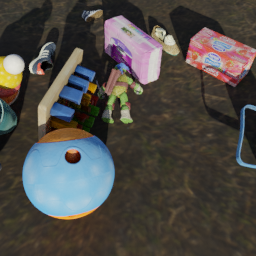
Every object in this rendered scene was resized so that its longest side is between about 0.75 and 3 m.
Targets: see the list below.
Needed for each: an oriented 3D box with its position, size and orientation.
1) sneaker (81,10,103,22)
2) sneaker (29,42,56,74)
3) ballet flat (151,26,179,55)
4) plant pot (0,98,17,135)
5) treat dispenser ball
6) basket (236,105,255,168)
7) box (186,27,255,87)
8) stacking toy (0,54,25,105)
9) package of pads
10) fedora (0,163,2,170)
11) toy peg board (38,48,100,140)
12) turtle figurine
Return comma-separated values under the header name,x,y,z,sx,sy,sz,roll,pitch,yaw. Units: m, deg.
name,x,y,z,sx,sy,sz,roll,pitch,yaw
sneaker,-1.790,-5.627,13.776,1.060,0.371,0.575,-36,62,-21
sneaker,-3.275,-2.805,11.445,0.711,0.631,1.682,18,64,15
ballet flat,1.611,-3.893,12.277,0.647,0.599,1.836,-27,57,-20
plant pot,-4.273,-0.324,8.899,1.390,1.306,1.390,-1,81,6
treat dispenser ball,-1.510,1.156,7.287,2.321,2.321,2.321,0,52,0
basket,4.279,0.430,8.213,2.147,1.494,1.893,18,71,-5
box,3.615,-2.828,11.079,2.352,1.172,1.123,35,60,23
stacking toy,-4.078,-1.725,9.227,2.451,1.791,1.791,-14,37,46
package of pads,0.176,-3.059,10.986,1.001,1.594,2.646,-30,58,-25
fedora,-4.292,1.152,7.802,2.038,0.920,1.803,-27,29,9
toy peg board,-1.624,-0.598,8.662,1.240,2.525,2.536,21,54,-3
turtle figurine,-0.284,-1.103,10.011,1.480,2.057,1.994,12,71,-21
